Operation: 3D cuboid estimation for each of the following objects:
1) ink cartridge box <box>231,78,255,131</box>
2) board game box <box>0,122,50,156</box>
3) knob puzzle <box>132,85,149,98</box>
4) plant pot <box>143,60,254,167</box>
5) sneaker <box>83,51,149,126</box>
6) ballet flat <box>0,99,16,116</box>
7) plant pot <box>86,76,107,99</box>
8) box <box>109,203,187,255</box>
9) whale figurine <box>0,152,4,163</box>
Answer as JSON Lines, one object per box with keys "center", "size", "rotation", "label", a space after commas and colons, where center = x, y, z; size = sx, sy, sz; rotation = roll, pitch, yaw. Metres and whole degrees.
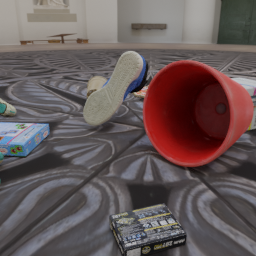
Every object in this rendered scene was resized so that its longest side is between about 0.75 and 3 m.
{"center": [3.736, -0.844, 10.041], "size": [2.180, 1.584, 1.577], "rotation": [-10, 23, -24], "label": "ink cartridge box"}
{"center": [-3.897, 0.288, 8.746], "size": [2.308, 0.422, 1.745], "rotation": [3, 21, 8], "label": "board game box"}
{"center": [1.264, -2.013, 14.771], "size": [2.613, 0.362, 2.613], "rotation": [0, 21, 0], "label": "knob puzzle"}
{"center": [2.190, -0.463, 7.984], "size": [2.739, 2.739, 2.423], "rotation": [19, 18, 40], "label": "plant pot"}
{"center": [-0.318, -1.305, 9.960], "size": [1.128, 2.938, 1.634], "rotation": [39, 16, 13], "label": "sneaker"}
{"center": [-5.272, -0.853, 11.718], "size": [1.882, 0.635, 0.587], "rotation": [25, 4, 41], "label": "ballet flat"}
{"center": [-1.454, -1.680, 13.110], "size": [1.170, 1.170, 1.071], "rotation": [2, 33, 6], "label": "plant pot"}
{"center": [0.326, 1.814, 5.030], "size": [1.149, 0.282, 0.926], "rotation": [-7, 24, -18], "label": "box"}
{"center": [-3.849, 0.655, 6.617], "size": [1.835, 1.196, 2.306], "rotation": [-4, 25, -45], "label": "whale figurine"}
